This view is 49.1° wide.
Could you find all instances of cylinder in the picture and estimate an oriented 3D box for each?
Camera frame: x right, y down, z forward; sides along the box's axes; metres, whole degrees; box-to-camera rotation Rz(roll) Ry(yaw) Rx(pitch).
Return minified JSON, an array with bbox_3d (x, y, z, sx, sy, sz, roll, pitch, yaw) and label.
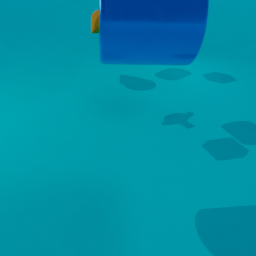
[{"bbox_3d":[0.220,-1.317,3.314,1.114,1.114,1.114,0,32,-6],"label":"cylinder"}]

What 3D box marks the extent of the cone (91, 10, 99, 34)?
[{"bbox_3d":[-1.098,-3.573,9.947,0.884,0.884,0.887,12,48,18],"label":"cone"}]
